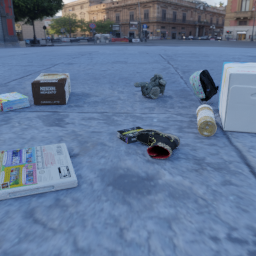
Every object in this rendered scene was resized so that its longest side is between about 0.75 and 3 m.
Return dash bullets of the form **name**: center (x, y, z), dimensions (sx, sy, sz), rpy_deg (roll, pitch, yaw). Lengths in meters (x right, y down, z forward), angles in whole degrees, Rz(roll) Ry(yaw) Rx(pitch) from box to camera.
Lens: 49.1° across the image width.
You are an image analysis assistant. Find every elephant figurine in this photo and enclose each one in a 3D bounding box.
- **elephant figurine**: center (1.078, -1.933, 13.872), dimensions (1.561, 1.211, 1.105), rpy_deg (-37, -2, -20)

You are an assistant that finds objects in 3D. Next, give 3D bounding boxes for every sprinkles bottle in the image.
- **sprinkles bottle**: center (2.742, -0.301, 9.855), dimensions (0.620, 0.620, 1.816), rpy_deg (4, 21, 11)

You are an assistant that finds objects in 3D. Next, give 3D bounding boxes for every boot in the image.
- **boot**: center (0.751, 0.456, 8.071), dimensions (1.360, 0.498, 1.024), rpy_deg (13, 23, 17)

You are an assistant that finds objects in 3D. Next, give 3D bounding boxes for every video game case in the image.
- **video game case**: center (-2.413, 0.995, 6.947), dimensions (1.974, 0.239, 2.168), rpy_deg (-7, 22, -18)

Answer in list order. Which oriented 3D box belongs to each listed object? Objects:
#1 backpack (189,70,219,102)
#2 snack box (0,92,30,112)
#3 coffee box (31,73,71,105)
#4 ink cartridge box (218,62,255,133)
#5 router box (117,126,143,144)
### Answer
- **backpack**: center (3.446, -1.979, 12.853), dimensions (1.116, 1.337, 0.846), rpy_deg (-40, 18, -35)
- **snack box**: center (-5.251, -1.183, 12.446), dimensions (1.191, 0.478, 1.412), rpy_deg (-19, 29, -39)
- **coffee box**: center (-3.681, -1.972, 13.740), dimensions (1.512, 1.054, 2.643), rpy_deg (-3, 21, -7)
- **ink cartridge box**: center (4.537, -1.221, 10.279), dimensions (2.051, 2.042, 2.796), rpy_deg (5, 21, 13)
- **router box**: center (0.175, 0.214, 9.052), dimensions (0.873, 0.228, 0.686), rpy_deg (-12, 23, -28)
